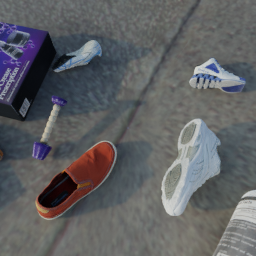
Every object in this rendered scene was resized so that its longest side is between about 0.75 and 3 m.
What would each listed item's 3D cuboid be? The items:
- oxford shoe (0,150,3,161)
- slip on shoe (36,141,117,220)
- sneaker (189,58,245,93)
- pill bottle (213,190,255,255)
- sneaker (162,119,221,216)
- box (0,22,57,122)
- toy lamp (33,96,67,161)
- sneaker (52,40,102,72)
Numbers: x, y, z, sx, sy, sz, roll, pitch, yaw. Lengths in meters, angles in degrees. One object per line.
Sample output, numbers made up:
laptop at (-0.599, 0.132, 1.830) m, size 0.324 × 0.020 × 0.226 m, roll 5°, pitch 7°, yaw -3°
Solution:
oxford shoe at (-3.775, 0.288, 7.166) m, size 1.591 × 0.568 × 0.567 m, roll 30°, pitch 53°, yaw 10°
slip on shoe at (-1.169, 1.166, 6.627) m, size 2.376 × 0.727 × 0.880 m, roll -41°, pitch 69°, yaw -19°
sneaker at (2.572, -1.570, 8.000) m, size 1.525 × 0.616 × 0.881 m, roll 9°, pitch 67°, yaw 6°
pill bottle at (2.812, 2.306, 5.520) m, size 1.715 × 1.715 × 2.947 m, roll 32°, pitch 68°, yaw 14°
sneaker at (1.635, 1.009, 6.571) m, size 1.182 × 0.927 × 2.380 m, roll 30°, pitch 72°, yaw -15°
box at (-3.367, -1.636, 7.848) m, size 1.771 × 0.990 × 2.510 m, roll 12°, pitch 65°, yaw 9°
toy lamp at (-1.985, 0.014, 7.082) m, size 0.473 × 0.473 × 1.624 m, roll 18°, pitch 82°, yaw 9°
sneaker at (-1.497, -2.022, 8.298) m, size 1.567 × 0.568 × 0.563 m, roll -26°, pitch 41°, yaw 2°
